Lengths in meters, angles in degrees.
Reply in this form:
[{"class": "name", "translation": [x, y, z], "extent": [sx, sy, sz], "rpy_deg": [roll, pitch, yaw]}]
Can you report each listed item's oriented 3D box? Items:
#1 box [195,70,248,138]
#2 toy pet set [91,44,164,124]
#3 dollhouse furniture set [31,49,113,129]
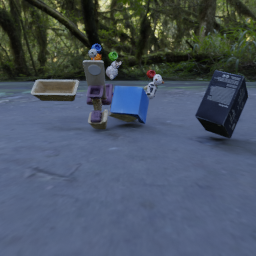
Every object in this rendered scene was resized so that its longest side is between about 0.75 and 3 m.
[{"class": "box", "translation": [2.440, -0.570, 7.185], "extent": [0.763, 1.299, 1.277], "rpy_deg": [21, -6, 31]}, {"class": "toy pet set", "translation": [0.008, -1.495, 9.213], "extent": [2.590, 2.419, 1.376], "rpy_deg": [18, -17, -24]}, {"class": "dollhouse furniture set", "translation": [-1.897, -1.308, 8.575], "extent": [2.641, 1.874, 2.093], "rpy_deg": [1, 49, 4]}]
